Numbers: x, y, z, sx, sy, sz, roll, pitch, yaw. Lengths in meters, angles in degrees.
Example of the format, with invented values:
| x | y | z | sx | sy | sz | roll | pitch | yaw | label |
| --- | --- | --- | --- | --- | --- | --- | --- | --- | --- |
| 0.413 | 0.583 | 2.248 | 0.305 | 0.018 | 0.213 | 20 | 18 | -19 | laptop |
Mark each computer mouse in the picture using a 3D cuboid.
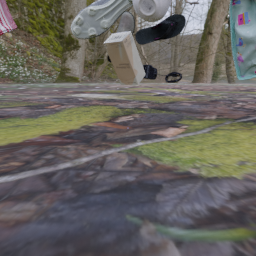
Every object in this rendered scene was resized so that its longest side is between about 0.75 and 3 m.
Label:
| x | y | z | sx | sy | sz | roll | pitch | yaw | label |
| --- | --- | --- | --- | --- | --- | --- | --- | --- | --- |
| 1.375 | -2.365 | 12.314 | 2.156 | 0.632 | 0.367 | 17 | 12 | 27 | computer mouse |

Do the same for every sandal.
| x | y | z | sx | sy | sz | roll | pitch | yaw | label |
| --- | --- | --- | --- | --- | --- | --- | --- | --- | --- |
| 1.200 | -3.597 | 10.439 | 1.990 | 0.748 | 0.476 | -17 | 14 | 22 | sandal |

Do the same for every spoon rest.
| x | y | z | sx | sy | sz | roll | pitch | yaw | label |
| --- | --- | --- | --- | --- | --- | --- | --- | --- | --- |
| 0.761 | -3.103 | 6.229 | 1.768 | 0.878 | 0.536 | -37 | 14 | 50 | spoon rest |

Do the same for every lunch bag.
| x | y | z | sx | sy | sz | roll | pitch | yaw | label |
| --- | --- | --- | --- | --- | --- | --- | --- | --- | --- |
| 3.927 | -3.043 | 7.689 | 2.352 | 2.761 | 1.683 | -35 | 25 | -32 | lunch bag |

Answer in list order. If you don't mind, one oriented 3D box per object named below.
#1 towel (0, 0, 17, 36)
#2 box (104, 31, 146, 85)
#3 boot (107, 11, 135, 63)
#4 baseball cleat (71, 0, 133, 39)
| x | y | z | sx | sy | sz | roll | pitch | yaw | label |
| --- | --- | --- | --- | --- | --- | --- | --- | --- | --- |
| -4.082 | -3.650 | 8.579 | 0.237 | 1.498 | 2.079 | -14 | 26 | 4 | towel |
| -0.088 | -2.621 | 10.732 | 0.901 | 1.898 | 0.738 | 4 | 45 | 33 | box |
| -0.306 | -3.904 | 12.150 | 0.694 | 2.051 | 1.340 | 21 | 33 | 8 | boot |
| -0.608 | -3.559 | 8.540 | 2.526 | 0.881 | 1.344 | -32 | 20 | 4 | baseball cleat |
